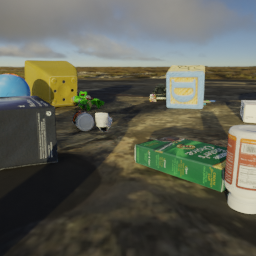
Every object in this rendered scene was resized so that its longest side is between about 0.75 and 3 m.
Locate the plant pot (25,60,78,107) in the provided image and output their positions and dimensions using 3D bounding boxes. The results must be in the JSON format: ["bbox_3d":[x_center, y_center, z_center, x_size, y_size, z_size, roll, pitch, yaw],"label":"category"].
[{"bbox_3d":[-3.244,-1.849,12.429,2.062,2.048,2.109,-8,21,-33],"label":"plant pot"}]

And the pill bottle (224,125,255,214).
[{"bbox_3d":[1.525,0.508,3.520,0.576,1.026,0.576,1,13,0],"label":"pill bottle"}]

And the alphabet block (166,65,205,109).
[{"bbox_3d":[2.602,-1.876,12.551,1.639,1.648,1.678,5,23,15],"label":"alphabet block"}]

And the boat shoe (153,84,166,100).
[{"bbox_3d":[1.891,-2.132,16.157,0.966,0.857,2.585,3,13,15],"label":"boat shoe"}]

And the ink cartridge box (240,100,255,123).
[{"bbox_3d":[4.442,-0.574,9.539,1.037,0.599,1.425,4,13,17],"label":"ink cartridge box"}]

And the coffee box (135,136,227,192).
[{"bbox_3d":[1.115,0.529,4.912,1.094,0.391,1.780,-11,16,-41],"label":"coffee box"}]

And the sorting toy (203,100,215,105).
[{"bbox_3d":[3.486,-1.231,13.605,1.453,0.198,0.818,-2,8,-11],"label":"sorting toy"}]

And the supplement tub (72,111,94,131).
[{"bbox_3d":[-1.325,-0.225,8.145,0.512,0.512,0.836,-5,12,-23],"label":"supplement tub"}]

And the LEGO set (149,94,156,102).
[{"bbox_3d":[1.375,-1.544,14.672,0.332,0.410,0.891,13,9,17],"label":"LEGO set"}]

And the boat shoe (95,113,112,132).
[{"bbox_3d":[-0.605,-0.098,7.061,0.429,0.408,1.191,2,-8,-5],"label":"boat shoe"}]

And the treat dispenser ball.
[{"bbox_3d":[-4.072,-1.216,9.694,1.332,1.332,1.332,0,12,0],"label":"treat dispenser ball"}]

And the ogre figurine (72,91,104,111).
[{"bbox_3d":[-1.752,-1.162,12.057,0.893,0.730,1.489,21,33,28],"label":"ogre figurine"}]

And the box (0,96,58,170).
[{"bbox_3d":[-2.515,0.017,5.479,1.844,1.146,1.859,-7,15,-27],"label":"box"}]
